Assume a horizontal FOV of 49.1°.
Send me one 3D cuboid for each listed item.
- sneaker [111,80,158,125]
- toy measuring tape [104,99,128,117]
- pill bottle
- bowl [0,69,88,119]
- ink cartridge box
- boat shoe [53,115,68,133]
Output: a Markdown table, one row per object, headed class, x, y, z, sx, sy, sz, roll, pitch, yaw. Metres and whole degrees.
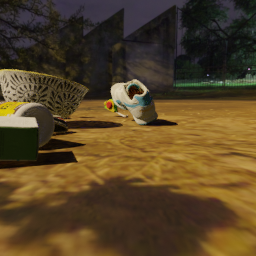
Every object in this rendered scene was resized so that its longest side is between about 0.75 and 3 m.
| class | x | y | z | sx | sy | sz | roll | pitch | yaw |
| --- | --- | --- | --- | --- | --- | --- | --- | --- | --- |
| sneaker | 0.136 | -1.138 | 9.429 | 1.014 | 1.071 | 2.651 | -27 | 33 | -14 |
| toy measuring tape | -0.500 | -0.897 | 11.941 | 1.401 | 0.515 | 0.515 | 27 | 22 | 36 |
| pill bottle | -2.162 | -0.093 | 5.408 | 1.510 | 0.825 | 0.825 | 6 | 9 | 40 |
| bowl | -2.619 | -0.800 | 8.488 | 2.676 | 1.256 | 2.676 | 8 | -3 | 0 |
| ink cartridge box | -2.139 | 0.110 | 3.911 | 1.672 | 0.496 | 0.868 | 3 | 9 | -21 |
| boat shoe | -1.997 | -0.074 | 6.641 | 1.264 | 0.450 | 0.395 | 2 | 42 | -50 |
